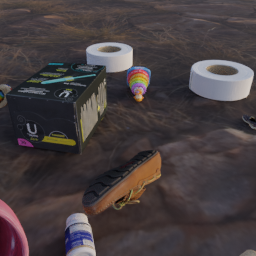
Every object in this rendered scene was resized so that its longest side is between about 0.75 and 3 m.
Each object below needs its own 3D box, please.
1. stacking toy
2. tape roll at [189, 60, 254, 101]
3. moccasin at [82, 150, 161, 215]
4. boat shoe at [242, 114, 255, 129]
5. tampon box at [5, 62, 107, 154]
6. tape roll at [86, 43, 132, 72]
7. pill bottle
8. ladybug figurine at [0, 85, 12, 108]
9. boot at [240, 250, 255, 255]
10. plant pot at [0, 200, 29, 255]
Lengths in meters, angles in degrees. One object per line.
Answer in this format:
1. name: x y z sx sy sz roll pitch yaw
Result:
1. stacking toy: 0.423 -1.672 11.442 0.993 0.939 1.710 3 44 0
2. tape roll: 3.899 -2.071 11.866 2.529 0.884 2.529 0 33 0
3. moccasin: -0.020 1.299 6.303 0.920 0.971 2.516 -11 8 32
4. boat shoe: 4.219 -0.271 9.587 0.307 0.277 0.853 -3 32 -5
5. tampon box: -2.032 -0.766 8.955 2.102 1.770 2.804 7 33 11
6. tape roll: -0.940 -3.683 14.470 2.389 0.836 2.389 0 32 0
7. pill bottle: -0.958 2.167 5.481 0.539 0.539 0.932 -7 32 -12
8. ladybug figurine: -3.857 -0.981 8.626 0.911 0.619 0.328 -33 -2 23
9. boot: 2.119 3.139 3.958 1.949 0.847 2.343 -36 47 -26
10. plant pot: -3.014 1.896 4.629 2.243 2.243 2.007 -21 21 -29
